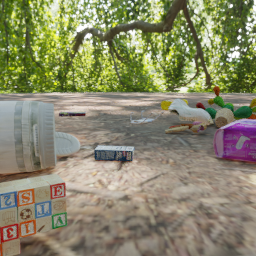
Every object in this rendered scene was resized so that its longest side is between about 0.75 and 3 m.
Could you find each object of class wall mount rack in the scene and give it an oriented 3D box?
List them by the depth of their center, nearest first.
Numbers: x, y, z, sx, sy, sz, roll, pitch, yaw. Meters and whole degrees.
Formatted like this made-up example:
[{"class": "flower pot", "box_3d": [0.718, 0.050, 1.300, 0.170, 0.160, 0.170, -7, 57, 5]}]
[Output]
[{"class": "wall mount rack", "box_3d": [0.773, -0.460, 11.494, 1.173, 0.503, 1.350, 8, 13, 40]}]

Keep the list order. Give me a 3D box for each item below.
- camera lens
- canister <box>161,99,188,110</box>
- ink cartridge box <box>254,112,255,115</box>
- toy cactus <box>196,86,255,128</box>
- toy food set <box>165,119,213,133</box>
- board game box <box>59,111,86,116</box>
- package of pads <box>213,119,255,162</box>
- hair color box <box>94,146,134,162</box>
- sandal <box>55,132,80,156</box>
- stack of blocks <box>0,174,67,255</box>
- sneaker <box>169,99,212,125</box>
[{"class": "camera lens", "box_3d": [-2.159, 0.162, 5.064, 1.626, 1.301, 1.301, -2, 9, -13]}, {"class": "canister", "box_3d": [2.850, -1.434, 17.288, 1.399, 0.605, 1.039, -9, 13, -39]}, {"class": "ink cartridge box", "box_3d": [5.736, -0.461, 11.284, 0.967, 0.561, 1.336, 7, 11, 36]}, {"class": "toy cactus", "box_3d": [3.893, -0.696, 10.873, 2.851, 1.458, 2.353, 10, 23, 25]}, {"class": "toy food set", "box_3d": [2.030, 0.004, 9.302, 1.540, 0.242, 0.979, -9, 9, 14]}, {"class": "board game box", "box_3d": [-2.786, -0.712, 14.107, 1.305, 0.211, 0.783, -1, 13, -8]}, {"class": "package of pads", "box_3d": [2.834, 0.238, 6.478, 1.139, 0.715, 1.890, 4, 10, 36]}, {"class": "hair color box", "box_3d": [-0.284, 0.547, 6.022, 0.814, 0.246, 0.407, 1, 9, 7]}, {"class": "sandal", "box_3d": [-1.831, 0.430, 6.278, 1.488, 0.606, 0.366, -3, -31, -13]}, {"class": "stack of blocks", "box_3d": [-1.179, 0.878, 2.731, 1.112, 0.640, 0.326, -6, 11, -31]}, {"class": "sneaker", "box_3d": [2.409, -0.498, 11.036, 1.792, 0.630, 0.718, 28, 55, 28]}]
